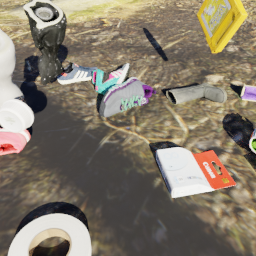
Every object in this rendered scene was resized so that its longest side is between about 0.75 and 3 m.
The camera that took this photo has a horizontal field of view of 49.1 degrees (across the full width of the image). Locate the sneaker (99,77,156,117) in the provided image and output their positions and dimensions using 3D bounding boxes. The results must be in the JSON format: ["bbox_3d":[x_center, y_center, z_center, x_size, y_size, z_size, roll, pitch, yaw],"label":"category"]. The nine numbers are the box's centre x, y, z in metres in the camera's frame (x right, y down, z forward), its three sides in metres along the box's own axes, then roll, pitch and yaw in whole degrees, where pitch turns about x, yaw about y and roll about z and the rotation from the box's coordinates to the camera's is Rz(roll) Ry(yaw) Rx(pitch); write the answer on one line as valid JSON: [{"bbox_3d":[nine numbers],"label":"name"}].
[{"bbox_3d":[0.059,-1.218,11.388,1.281,1.089,2.928,24,43,21],"label":"sneaker"}]

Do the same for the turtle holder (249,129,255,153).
[{"bbox_3d":[4.656,0.571,8.936,1.136,1.215,1.599,-14,57,-23],"label":"turtle holder"}]

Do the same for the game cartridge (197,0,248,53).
[{"bbox_3d":[3.253,-4.022,10.010,0.341,1.855,2.105,0,61,-17],"label":"game cartridge"}]

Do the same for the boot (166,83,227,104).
[{"bbox_3d":[2.868,-1.375,11.842,1.977,0.718,1.798,-9,24,-23],"label":"boot"}]

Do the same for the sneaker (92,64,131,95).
[{"bbox_3d":[-0.837,-2.318,12.865,1.547,1.071,2.562,16,41,6],"label":"sneaker"}]

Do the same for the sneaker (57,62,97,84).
[{"bbox_3d":[-2.381,-2.796,13.551,2.126,0.898,0.797,-20,42,-25],"label":"sneaker"}]

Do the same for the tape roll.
[{"bbox_3d":[-1.796,2.883,6.558,1.892,0.346,1.892,0,37,0],"label":"tape roll"}]

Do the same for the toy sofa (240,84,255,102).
[{"bbox_3d":[5.581,-1.490,12.163,1.224,0.507,0.597,12,38,15],"label":"toy sofa"}]

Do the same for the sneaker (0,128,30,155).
[{"bbox_3d":[-4.534,0.434,9.363,2.285,0.842,0.991,-1,38,-2],"label":"sneaker"}]

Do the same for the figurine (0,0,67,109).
[{"bbox_3d":[-3.056,-1.914,8.363,1.217,2.759,2.827,40,62,14],"label":"figurine"}]

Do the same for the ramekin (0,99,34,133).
[{"bbox_3d":[-3.006,-0.278,7.425,0.915,0.915,0.426,8,39,11],"label":"ramekin"}]

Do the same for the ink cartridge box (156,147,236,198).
[{"bbox_3d":[2.057,1.221,8.625,2.032,0.480,1.627,-9,38,-9],"label":"ink cartridge box"}]
